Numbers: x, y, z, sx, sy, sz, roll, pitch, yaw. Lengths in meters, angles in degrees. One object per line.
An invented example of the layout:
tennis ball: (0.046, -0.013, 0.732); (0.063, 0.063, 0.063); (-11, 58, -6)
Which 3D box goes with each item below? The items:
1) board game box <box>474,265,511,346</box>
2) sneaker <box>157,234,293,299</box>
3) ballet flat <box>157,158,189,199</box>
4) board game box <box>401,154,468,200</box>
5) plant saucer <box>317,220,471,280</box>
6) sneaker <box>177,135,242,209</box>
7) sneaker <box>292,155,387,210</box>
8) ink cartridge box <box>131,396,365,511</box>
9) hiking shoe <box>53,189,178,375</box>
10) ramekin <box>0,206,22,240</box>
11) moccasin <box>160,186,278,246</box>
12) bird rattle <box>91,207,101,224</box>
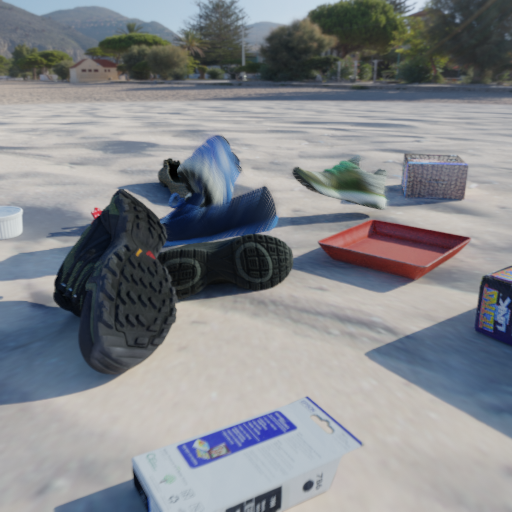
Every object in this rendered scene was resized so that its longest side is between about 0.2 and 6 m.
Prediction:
board game box: (4.018, 0.545, 5.933); (2.577, 0.731, 2.130); (-13, 21, -33)
sneaker: (-0.501, 0.058, 7.423); (2.034, 0.772, 0.923); (-3, 10, -20)
ballet flat: (-1.622, -1.782, 12.865); (0.949, 0.653, 2.817); (-9, 21, -24)
board game box: (4.047, -1.847, 12.860); (1.277, 0.776, 1.602); (3, 18, 10)
plant saucer: (2.094, -0.107, 8.479); (1.733, 0.318, 1.730); (14, 24, 38)
sneaker: (-0.624, -1.205, 9.303); (0.901, 1.022, 2.293); (33, -16, 7)
sneaker: (1.639, -1.527, 10.666); (2.042, 0.905, 0.785); (12, 8, -23)
ink cartridge box: (-0.042, 1.466, 3.900); (1.482, 0.290, 0.737); (-12, 22, -27)
hiking shoe: (-1.641, 0.422, 6.203); (0.992, 1.318, 2.619); (39, 24, -29)
ramekin: (-4.456, -0.555, 9.622); (0.869, 0.423, 0.869); (0, 19, 0)
moccasin: (-0.842, -0.604, 8.549); (2.273, 0.775, 0.915); (-10, 5, -13)
bird rattle: (-2.424, -0.719, 10.043); (0.828, 0.572, 1.015); (24, 29, 16)
